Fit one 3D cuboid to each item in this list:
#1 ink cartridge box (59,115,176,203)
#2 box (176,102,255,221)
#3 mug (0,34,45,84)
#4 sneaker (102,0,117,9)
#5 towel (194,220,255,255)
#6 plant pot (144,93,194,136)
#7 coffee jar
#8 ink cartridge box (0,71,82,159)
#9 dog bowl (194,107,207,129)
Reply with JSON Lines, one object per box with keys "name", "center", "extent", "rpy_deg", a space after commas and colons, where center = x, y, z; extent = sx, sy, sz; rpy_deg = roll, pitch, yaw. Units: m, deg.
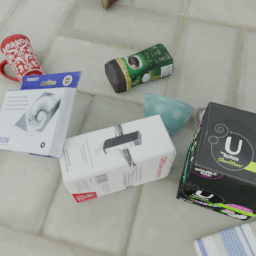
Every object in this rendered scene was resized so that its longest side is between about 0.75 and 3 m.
{"name": "ink cartridge box", "center": [-0.299, 0.908, 7.764], "extent": [2.829, 2.042, 1.185], "rpy_deg": [-14, 62, -8]}
{"name": "box", "center": [2.617, 1.004, 7.246], "extent": [2.121, 2.856, 1.775], "rpy_deg": [16, 63, 9]}
{"name": "mug", "center": [-3.865, -2.304, 10.271], "extent": [1.120, 1.490, 1.679], "rpy_deg": [-10, 59, -47]}
{"name": "sneaker", "center": [-0.453, -6.272, 12.320], "extent": [1.016, 0.948, 2.690], "rpy_deg": [10, 62, 4]}
{"name": "towel", "center": [3.261, 3.558, 7.318], "extent": [2.705, 0.322, 1.986], "rpy_deg": [-14, 61, -9]}
{"name": "plant pot", "center": [1.154, -0.365, 8.894], "extent": [1.579, 1.579, 1.058], "rpy_deg": [19, 90, 10]}
{"name": "coffee jar", "center": [0.372, -2.111, 10.017], "extent": [2.313, 0.987, 1.206], "rpy_deg": [-21, 65, -12]}
{"name": "ink cartridge box", "center": [-2.455, -0.470, 7.353], "extent": [2.352, 0.478, 2.357], "rpy_deg": [2, 73, 32]}
{"name": "dog bowl", "center": [2.819, -0.208, 9.332], "extent": [1.284, 0.377, 1.284], "rpy_deg": [0, 62, 0]}
